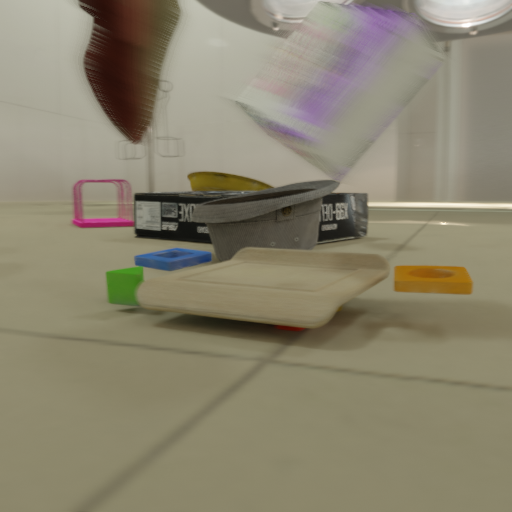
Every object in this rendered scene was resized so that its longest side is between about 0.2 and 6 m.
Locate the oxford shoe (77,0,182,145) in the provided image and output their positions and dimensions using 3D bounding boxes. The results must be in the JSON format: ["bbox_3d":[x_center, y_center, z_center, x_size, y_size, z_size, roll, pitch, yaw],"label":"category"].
[{"bbox_3d":[-1.523,-2.840,7.616,1.323,1.246,3.537,-44,-7,-25],"label":"oxford shoe"}]

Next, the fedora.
[{"bbox_3d":[0.195,-0.426,8.160,2.245,1.014,1.985,-17,13,-35],"label":"fedora"}]

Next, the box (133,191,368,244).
[{"bbox_3d":[-0.131,-0.888,12.005,4.034,1.004,3.181,5,9,38],"label":"box"}]

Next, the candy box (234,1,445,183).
[{"bbox_3d":[0.589,-1.408,4.596,0.508,1.192,1.421,37,7,-35],"label":"candy box"}]

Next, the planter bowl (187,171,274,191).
[{"bbox_3d":[-0.719,-1.446,15.412,2.571,1.071,2.571,9,-6,1],"label":"planter bowl"}]

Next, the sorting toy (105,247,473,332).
[{"bbox_3d":[0.159,0.310,4.810,3.173,0.432,1.787,3,12,27],"label":"sorting toy"}]

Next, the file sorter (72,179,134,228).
[{"bbox_3d":[-4.445,-1.537,16.086,1.469,1.326,2.114,-4,8,-24],"label":"file sorter"}]
